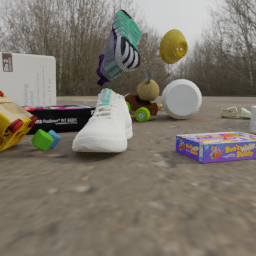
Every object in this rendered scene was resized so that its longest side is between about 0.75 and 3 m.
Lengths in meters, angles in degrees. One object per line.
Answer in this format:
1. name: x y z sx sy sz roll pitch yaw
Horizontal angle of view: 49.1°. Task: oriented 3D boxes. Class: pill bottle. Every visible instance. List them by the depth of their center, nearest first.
1. pill bottle: 2.203 -1.221 11.718 1.598 1.598 2.848 1 7 8

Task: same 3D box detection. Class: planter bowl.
1. planter bowl: 1.910 -3.097 10.873 1.360 1.360 0.567 -5 25 -34

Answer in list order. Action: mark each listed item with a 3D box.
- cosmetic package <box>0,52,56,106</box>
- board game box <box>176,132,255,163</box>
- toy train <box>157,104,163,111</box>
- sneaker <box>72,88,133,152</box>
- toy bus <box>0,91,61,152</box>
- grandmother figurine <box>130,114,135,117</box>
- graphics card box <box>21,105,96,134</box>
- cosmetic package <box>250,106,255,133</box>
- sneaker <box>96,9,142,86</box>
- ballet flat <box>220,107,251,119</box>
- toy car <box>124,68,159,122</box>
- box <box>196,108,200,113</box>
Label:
1. cosmetic package: -4.391 -1.377 9.911 2.891 2.383 2.385 -8 12 -43
2. board game box: 1.760 0.325 5.184 1.453 0.325 0.977 -3 8 -18
3. toy train: 2.134 -1.172 15.967 1.371 0.381 1.030 2 6 -6
4. sneaker: -0.461 -0.216 5.835 1.036 1.219 2.754 2 8 6
5. toy bus: -2.483 -0.035 5.185 1.871 1.025 1.983 39 3 39
6. grandmother figurine: 0.023 -0.651 12.010 1.524 0.461 0.924 1 -20 31
7. graphics card box: -2.406 -0.296 8.303 2.789 0.709 1.750 -3 8 -24
8. cosmetic package: 4.746 -0.132 6.868 2.991 0.757 1.235 0 8 2
9. sneaker: -0.299 -1.867 6.288 0.991 0.842 2.264 -31 32 27
10. ballet flat: 4.532 -0.625 11.520 1.445 0.502 0.502 5 9 29
11. toy car: 0.573 -1.381 10.698 1.503 1.905 1.564 19 19 15
12. box: 3.238 -1.010 14.389 0.508 0.441 0.769 -6 10 -39
